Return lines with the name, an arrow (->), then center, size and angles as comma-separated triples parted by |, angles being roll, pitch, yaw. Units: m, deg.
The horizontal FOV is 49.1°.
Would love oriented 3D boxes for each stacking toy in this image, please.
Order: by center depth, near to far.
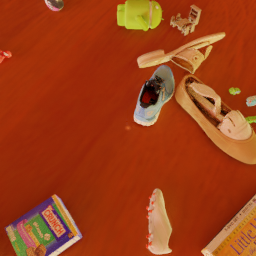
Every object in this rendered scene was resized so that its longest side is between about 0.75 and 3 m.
stacking toy -> 3.632, -0.776, 7.567 | 1.503, 0.353, 1.133 | -11, 57, -7

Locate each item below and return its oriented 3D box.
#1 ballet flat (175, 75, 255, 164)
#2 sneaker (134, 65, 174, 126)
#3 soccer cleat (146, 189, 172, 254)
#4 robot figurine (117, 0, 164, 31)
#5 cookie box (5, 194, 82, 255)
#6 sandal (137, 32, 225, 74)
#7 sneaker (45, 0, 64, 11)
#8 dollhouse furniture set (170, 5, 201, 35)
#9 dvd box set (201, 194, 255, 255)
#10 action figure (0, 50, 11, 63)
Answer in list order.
ballet flat -> 2.213, -0.284, 6.905 | 0.967, 0.888, 2.818 | -33, 62, -22
sneaker -> 0.772, -1.004, 7.391 | 0.769, 0.883, 1.963 | 18, 58, 12
soccer cleat -> 0.657, 1.902, 5.761 | 0.503, 0.449, 1.297 | 12, 57, -11
robot figurine -> 0.414, -3.725, 9.218 | 1.518, 0.878, 1.332 | 1, 53, 2
cookie box -> -1.655, 2.059, 5.535 | 1.135, 0.427, 0.971 | -33, 66, -14
sandal -> 1.653, -1.972, 8.246 | 2.653, 0.973, 0.873 | -16, 89, -2
sneaker -> -2.754, -4.918, 10.150 | 0.739, 0.688, 1.712 | -33, 63, -21
dollhouse furniture set -> 1.972, -3.646, 9.360 | 0.834, 0.554, 0.731 | -32, 62, -19
dvd box set -> 3.143, 2.692, 5.190 | 2.100, 0.422, 2.870 | -34, 63, -22
action figure -> -4.517, -2.319, 8.278 | 1.950, 0.965, 0.636 | -2, 57, -5
